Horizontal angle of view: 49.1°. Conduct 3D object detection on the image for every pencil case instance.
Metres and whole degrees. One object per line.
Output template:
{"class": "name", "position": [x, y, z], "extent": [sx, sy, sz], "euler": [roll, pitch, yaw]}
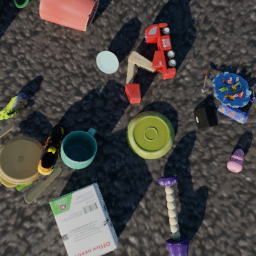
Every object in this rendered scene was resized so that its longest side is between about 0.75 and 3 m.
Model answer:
{"class": "pencil case", "position": [4.001, -0.627, 10.694], "extent": [1.149, 0.448, 0.499], "euler": [30, 40, 4]}

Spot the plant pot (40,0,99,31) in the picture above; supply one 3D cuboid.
{"class": "plant pot", "position": [-2.124, -4.690, 10.576], "extent": [1.732, 1.957, 1.957], "euler": [25, 83, -8]}

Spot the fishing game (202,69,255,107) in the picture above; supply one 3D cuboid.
{"class": "fishing game", "position": [3.971, -1.507, 10.673], "extent": [2.214, 0.344, 1.585], "euler": [19, 65, 1]}

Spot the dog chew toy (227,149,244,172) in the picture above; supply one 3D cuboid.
{"class": "dog chew toy", "position": [4.060, 1.196, 10.442], "extent": [0.537, 0.537, 0.863], "euler": [25, 77, 3]}

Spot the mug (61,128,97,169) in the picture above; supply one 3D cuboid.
{"class": "mug", "position": [-1.696, 0.810, 10.210], "extent": [1.498, 0.926, 1.231], "euler": [-19, 69, -26]}

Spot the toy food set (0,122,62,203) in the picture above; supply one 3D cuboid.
{"class": "toy food set", "position": [-3.972, 1.236, 10.363], "extent": [2.776, 0.557, 1.916], "euler": [45, 67, 2]}

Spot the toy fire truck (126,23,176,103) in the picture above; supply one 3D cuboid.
{"class": "toy fire truck", "position": [0.770, -2.522, 10.801], "extent": [2.031, 0.702, 2.881], "euler": [-9, 83, -1]}

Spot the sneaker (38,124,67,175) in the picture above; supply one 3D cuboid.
{"class": "sneaker", "position": [-2.662, 0.707, 10.115], "extent": [0.690, 0.888, 1.974], "euler": [21, 69, -12]}

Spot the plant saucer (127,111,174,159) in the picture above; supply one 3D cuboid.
{"class": "plant saucer", "position": [0.868, 0.245, 10.661], "extent": [1.851, 0.288, 1.851], "euler": [0, 83, 0]}

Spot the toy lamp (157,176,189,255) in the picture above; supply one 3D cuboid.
{"class": "toy lamp", "position": [1.632, 3.223, 10.004], "extent": [0.851, 0.851, 2.925], "euler": [-8, 84, -1]}

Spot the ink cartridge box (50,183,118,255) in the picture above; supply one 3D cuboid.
{"class": "ink cartridge box", "position": [-1.515, 3.333, 9.913], "extent": [1.670, 0.962, 2.288], "euler": [-21, 83, -3]}

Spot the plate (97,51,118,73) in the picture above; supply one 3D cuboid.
{"class": "plate", "position": [-0.775, -2.534, 10.759], "extent": [0.894, 0.894, 0.114], "euler": [23, 39, 3]}

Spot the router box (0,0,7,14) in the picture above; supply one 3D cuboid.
{"class": "router box", "position": [-5.358, -5.034, 10.663], "extent": [0.506, 1.630, 1.222], "euler": [21, 82, 6]}

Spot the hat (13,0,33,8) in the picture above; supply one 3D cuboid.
{"class": "hat", "position": [-3.932, -5.384, 11.478], "extent": [1.171, 1.031, 0.970], "euler": [-16, 90, 33]}

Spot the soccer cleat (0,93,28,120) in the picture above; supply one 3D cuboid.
{"class": "soccer cleat", "position": [-4.454, -0.832, 10.797], "extent": [1.366, 0.442, 0.571], "euler": [-38, 54, 0]}

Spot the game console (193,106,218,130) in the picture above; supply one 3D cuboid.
{"class": "game console", "position": [2.994, -0.382, 10.845], "extent": [0.705, 0.466, 0.801], "euler": [-17, 81, 28]}
